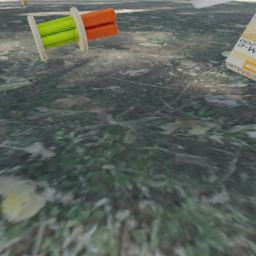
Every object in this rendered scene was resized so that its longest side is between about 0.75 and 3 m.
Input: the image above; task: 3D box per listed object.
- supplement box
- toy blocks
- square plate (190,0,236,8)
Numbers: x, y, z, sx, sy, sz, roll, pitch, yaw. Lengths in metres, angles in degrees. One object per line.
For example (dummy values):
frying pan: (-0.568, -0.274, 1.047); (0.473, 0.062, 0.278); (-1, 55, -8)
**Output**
supplement box: (2.790, -1.735, 5.957); (0.811, 1.287, 0.473); (33, 4, 25)
toy blocks: (-0.796, -2.486, 5.299); (2.318, 1.932, 0.842); (-19, 6, -11)
square plate: (1.411, -2.494, 4.132); (1.548, 1.533, 0.220); (5, 71, 40)
